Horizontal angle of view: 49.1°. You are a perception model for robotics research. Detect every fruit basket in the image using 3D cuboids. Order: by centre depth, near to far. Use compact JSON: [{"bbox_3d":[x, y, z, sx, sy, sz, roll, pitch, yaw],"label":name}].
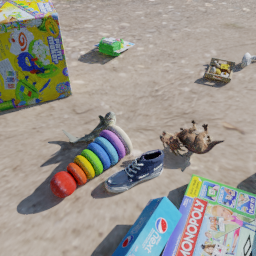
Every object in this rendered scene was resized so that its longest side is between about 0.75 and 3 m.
[{"bbox_3d":[-0.601,-3.757,12.489,1.363,0.690,1.471,22,45,22],"label":"fruit basket"}]

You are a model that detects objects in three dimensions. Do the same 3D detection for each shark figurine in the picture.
[{"bbox_3d":[-0.986,-0.033,8.426,1.781,1.064,0.743,-27,59,19],"label":"shark figurine"}]

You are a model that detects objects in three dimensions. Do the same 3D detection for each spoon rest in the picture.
[{"bbox_3d":[5.042,-2.847,11.668,1.225,0.609,0.371,-15,34,-36],"label":"spoon rest"}]

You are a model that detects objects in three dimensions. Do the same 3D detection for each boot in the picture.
[{"bbox_3d":[0.164,1.058,7.270,1.671,0.755,0.608,-19,45,-20],"label":"boot"}]

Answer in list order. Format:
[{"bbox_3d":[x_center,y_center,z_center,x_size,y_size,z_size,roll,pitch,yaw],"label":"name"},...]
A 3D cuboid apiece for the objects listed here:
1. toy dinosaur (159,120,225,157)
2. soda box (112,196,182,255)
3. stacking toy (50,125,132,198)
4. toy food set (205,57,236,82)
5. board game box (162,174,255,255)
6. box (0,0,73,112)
[{"bbox_3d":[1.792,0.424,7.928,1.660,0.712,1.125,20,57,19],"label":"toy dinosaur"},{"bbox_3d":[0.366,2.287,5.775,0.611,0.578,1.801,49,53,-6],"label":"soda box"},{"bbox_3d":[-1.027,0.917,7.403,2.358,1.007,1.007,-37,54,-26],"label":"stacking toy"},{"bbox_3d":[3.702,-2.374,11.189,1.000,0.421,1.394,16,46,17],"label":"toy food set"},{"bbox_3d":[1.907,2.406,6.096,1.866,0.404,2.773,17,46,18],"label":"board game box"},{"bbox_3d":[-3.624,-2.436,9.374,2.867,2.977,1.816,-15,45,-15],"label":"box"}]
